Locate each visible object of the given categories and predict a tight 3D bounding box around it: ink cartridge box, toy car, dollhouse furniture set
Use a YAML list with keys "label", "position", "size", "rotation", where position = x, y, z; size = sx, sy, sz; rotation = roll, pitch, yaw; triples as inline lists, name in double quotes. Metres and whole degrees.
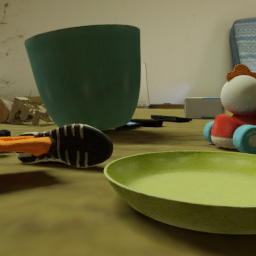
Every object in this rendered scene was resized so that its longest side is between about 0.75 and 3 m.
- label: "ink cartridge box"
  position: [3.832, -1.000, 13.665]
  size: [1.737, 1.019, 2.372]
  rotation: [3, 4, 23]
- label: "toy car"
  position: [1.786, -0.319, 4.124]
  size: [1.094, 1.237, 1.140]
  rotation: [-1, 5, -9]
- label: "dollhouse furniture set"
  position: [-3.126, -0.363, 9.185]
  size: [1.346, 0.876, 1.236]
  rotation: [23, 11, 12]

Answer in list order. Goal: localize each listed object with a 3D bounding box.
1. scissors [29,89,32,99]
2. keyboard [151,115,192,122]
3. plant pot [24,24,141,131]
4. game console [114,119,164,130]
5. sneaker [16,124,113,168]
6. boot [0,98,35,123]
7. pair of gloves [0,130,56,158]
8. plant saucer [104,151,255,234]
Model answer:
- label: "scissors"
  position: [-3.647, -0.887, 10.192]
  size: [0.083, 1.189, 0.435]
  rotation: [17, -10, -18]
- label: "keyboard"
  position: [1.543, -0.369, 11.023]
  size: [1.126, 0.240, 1.875]
  rotation: [5, 1, -24]
- label: "plant pot"
  position: [-0.877, -1.047, 6.593]
  size: [2.624, 2.106, 2.624]
  rotation: [-8, 10, 1]
- label: "game console"
  position: [0.221, -0.127, 7.996]
  size: [1.098, 0.224, 1.862]
  rotation: [2, 6, 28]
- label: "sneaker"
  position: [-0.618, 0.169, 3.181]
  size: [1.171, 0.443, 0.676]
  rotation: [1, 2, 21]
- label: "boot"
  position: [-4.293, -0.609, 10.749]
  size: [2.467, 0.866, 1.803]
  rotation: [22, 6, 42]
- label: "pair of gloves"
  position: [-2.172, 0.273, 2.677]
  size: [2.327, 0.323, 2.612]
  rotation: [-5, 4, -34]
- label: "plant saucer"
  position: [0.560, 0.375, 1.905]
  size: [1.443, 0.224, 1.443]
  rotation: [0, 5, 0]
